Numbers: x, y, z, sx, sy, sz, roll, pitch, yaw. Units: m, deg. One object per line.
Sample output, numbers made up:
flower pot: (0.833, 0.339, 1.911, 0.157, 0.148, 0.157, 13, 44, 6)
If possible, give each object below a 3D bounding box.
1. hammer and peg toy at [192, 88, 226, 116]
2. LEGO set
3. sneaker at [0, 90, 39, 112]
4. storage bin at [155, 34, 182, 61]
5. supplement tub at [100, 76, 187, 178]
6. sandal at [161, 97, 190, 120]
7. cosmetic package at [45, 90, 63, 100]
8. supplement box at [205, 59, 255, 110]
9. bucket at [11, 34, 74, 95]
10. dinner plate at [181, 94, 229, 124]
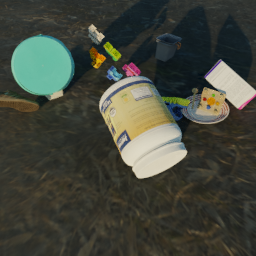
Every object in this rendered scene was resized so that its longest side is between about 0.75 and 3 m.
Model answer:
hammer and peg toy: (2.531, -0.886, 9.026, 1.037, 0.762, 0.366, 22, 17, 23)
LEGO set: (-0.818, -2.529, 10.545, 2.433, 0.998, 0.928, 43, 75, -11)
sneaker: (-3.690, -0.972, 9.061, 1.612, 0.568, 0.609, 8, 55, -29)
storage bin: (1.644, -3.259, 11.459, 0.892, 0.823, 1.225, 25, 38, 18)
supplement tub: (0.365, -0.018, 7.075, 1.592, 1.592, 2.205, -17, 65, -20)
sandal: (1.224, -0.627, 8.783, 0.615, 0.674, 1.548, 7, 3, -33)
cosmetic package: (-2.879, -1.541, 10.211, 0.576, 0.486, 1.115, -24, 45, -27)
supplement box: (3.379, -1.405, 9.192, 1.522, 0.787, 0.770, 49, 21, 20)
bucket: (-2.644, -1.972, 8.880, 1.975, 1.975, 1.285, -7, 14, -9)
dinner plate: (2.517, -0.607, 9.235, 1.542, 0.187, 1.542, -3, 43, 3)
